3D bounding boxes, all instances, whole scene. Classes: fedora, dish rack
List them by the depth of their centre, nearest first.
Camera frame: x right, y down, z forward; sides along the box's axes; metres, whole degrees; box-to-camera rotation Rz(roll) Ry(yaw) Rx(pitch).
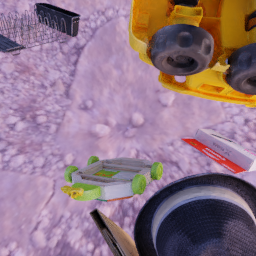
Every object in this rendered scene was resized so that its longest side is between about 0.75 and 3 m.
[{"bbox_3d":[1.185,1.820,3.865,2.362,2.362,1.079,-1,25,-2],"label":"fedora"},{"bbox_3d":[-2.137,-2.119,5.907,1.494,0.531,1.948,30,44,33],"label":"dish rack"}]

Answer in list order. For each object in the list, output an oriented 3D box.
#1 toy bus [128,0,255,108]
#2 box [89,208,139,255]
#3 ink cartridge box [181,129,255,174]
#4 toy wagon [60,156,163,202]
[{"bbox_3d":[1.360,-1.398,4.966,2.870,2.755,1.947,10,74,-4],"label":"toy bus"},{"bbox_3d":[0.050,2.124,4.683,0.175,1.648,1.347,-39,50,-6],"label":"box"},{"bbox_3d":[1.669,0.368,4.969,1.167,1.012,0.254,36,111,38],"label":"ink cartridge box"},{"bbox_3d":[-0.357,0.853,4.714,1.486,1.915,0.379,2,102,30],"label":"toy wagon"}]
